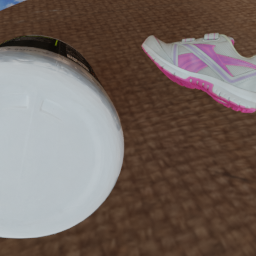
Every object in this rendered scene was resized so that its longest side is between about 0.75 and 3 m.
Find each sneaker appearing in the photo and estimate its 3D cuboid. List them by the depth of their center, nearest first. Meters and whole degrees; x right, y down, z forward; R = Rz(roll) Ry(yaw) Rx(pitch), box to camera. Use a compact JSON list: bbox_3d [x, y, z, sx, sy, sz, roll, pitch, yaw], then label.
[{"bbox_3d":[1.724,-1.521,6.376,2.972,1.311,1.209,30,7,17],"label":"sneaker"}]

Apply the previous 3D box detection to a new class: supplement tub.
[{"bbox_3d":[-1.183,-0.236,3.655,1.814,1.814,2.960,-9,23,-9],"label":"supplement tub"}]

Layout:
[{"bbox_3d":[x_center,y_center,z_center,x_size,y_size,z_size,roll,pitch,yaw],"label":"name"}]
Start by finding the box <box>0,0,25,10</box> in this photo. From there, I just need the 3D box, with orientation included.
[{"bbox_3d":[-3.436,-3.076,6.328,2.074,1.265,0.494,-23,81,-1],"label":"box"}]
